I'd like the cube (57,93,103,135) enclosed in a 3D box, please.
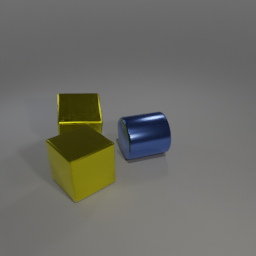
[{"bbox_3d":[-1.670,-0.224,9.611,1.400,1.400,1.400,-2,49,-12],"label":"cube"}]

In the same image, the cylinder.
[{"bbox_3d":[0.508,0.236,9.260,1.400,1.400,1.400,-9,32,-15],"label":"cylinder"}]

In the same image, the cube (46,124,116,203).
[{"bbox_3d":[-1.326,0.956,8.037,1.400,1.400,1.400,-23,38,-34],"label":"cube"}]
